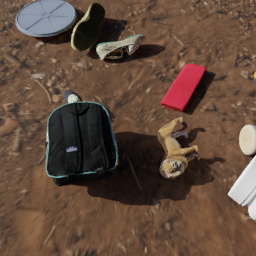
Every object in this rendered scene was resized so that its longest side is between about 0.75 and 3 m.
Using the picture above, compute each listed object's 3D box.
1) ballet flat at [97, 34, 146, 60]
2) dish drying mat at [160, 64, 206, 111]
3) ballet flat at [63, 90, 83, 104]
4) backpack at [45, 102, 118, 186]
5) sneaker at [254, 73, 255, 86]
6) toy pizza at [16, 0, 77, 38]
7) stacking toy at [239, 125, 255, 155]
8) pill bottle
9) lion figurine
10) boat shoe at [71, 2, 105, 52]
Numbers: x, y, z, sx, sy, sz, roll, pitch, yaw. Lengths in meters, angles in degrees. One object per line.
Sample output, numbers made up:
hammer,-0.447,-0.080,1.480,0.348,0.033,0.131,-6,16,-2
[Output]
ballet flat,-0.202,-3.277,11.567,2.163,0.751,0.751,-17,59,-9
dish drying mat,2.144,-1.589,10.651,0.900,0.213,2.343,21,60,23
ballet flat,-1.704,-0.763,9.645,0.533,0.533,1.458,-35,89,-20
backpack,-1.372,0.459,8.373,2.054,1.791,2.336,-9,71,-5
sneaker,6.032,-1.693,10.385,2.760,1.045,1.270,19,51,3
toy pizza,-3.671,-4.927,12.700,2.715,0.430,2.715,0,56,0
stacking toy,4.874,0.401,9.023,2.288,0.977,0.977,1,57,-5
pill bottle,4.349,2.129,7.382,2.977,1.701,1.701,35,64,21
lion figurine,1.432,0.598,9.038,1.349,0.798,2.203,-17,45,-2
boat shoe,-1.788,-4.245,12.102,1.004,0.866,2.752,28,60,-25
